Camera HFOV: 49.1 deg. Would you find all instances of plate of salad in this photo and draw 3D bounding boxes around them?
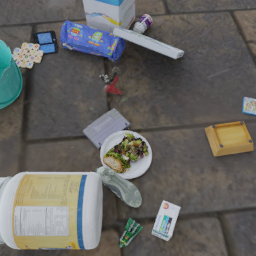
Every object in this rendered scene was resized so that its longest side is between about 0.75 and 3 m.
[{"bbox_3d":[-0.055,0.876,9.868,1.843,0.443,1.843,2,62,-4],"label":"plate of salad"}]

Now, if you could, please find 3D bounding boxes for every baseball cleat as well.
[{"bbox_3d":[-0.318,1.899,9.255,1.817,0.967,0.634,47,69,-9],"label":"baseball cleat"}]

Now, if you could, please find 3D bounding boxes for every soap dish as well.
[{"bbox_3d":[3.684,0.350,10.149,1.476,0.600,1.161,-8,60,-4],"label":"soap dish"}]

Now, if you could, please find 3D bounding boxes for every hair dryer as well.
[{"bbox_3d":[-0.558,-1.772,11.162,0.859,1.128,0.307,-26,32,2],"label":"hair dryer"}]

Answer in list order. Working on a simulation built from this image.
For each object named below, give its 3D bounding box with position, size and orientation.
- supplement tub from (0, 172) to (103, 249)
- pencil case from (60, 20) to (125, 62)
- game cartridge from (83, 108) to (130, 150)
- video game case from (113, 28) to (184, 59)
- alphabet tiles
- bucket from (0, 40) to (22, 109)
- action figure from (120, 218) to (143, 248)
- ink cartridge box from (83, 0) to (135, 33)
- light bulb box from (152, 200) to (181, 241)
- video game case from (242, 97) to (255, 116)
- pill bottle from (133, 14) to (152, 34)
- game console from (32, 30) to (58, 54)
[{"bbox_3d":[-2.287,2.349,8.098,2.960,2.141,2.141,0,60,0],"label":"supplement tub"},{"bbox_3d":[-1.593,-3.734,12.140,2.871,1.120,1.247,19,65,10],"label":"pencil case"},{"bbox_3d":[-0.808,0.005,10.555,1.552,0.298,1.006,-37,63,-19],"label":"game cartridge"},{"bbox_3d":[0.958,-3.513,11.595,2.656,0.292,2.421,24,21,8],"label":"video game case"},{"bbox_3d":[-4.473,-3.223,12.473,1.336,0.098,1.307,7,67,4],"label":"alphabet tiles"},{"bbox_3d":[-5.494,-2.016,10.891,2.610,1.698,2.610,0,61,0],"label":"bucket"},{"bbox_3d":[0.023,3.305,8.667,0.524,0.243,0.887,32,68,13],"label":"action figure"},{"bbox_3d":[-0.790,-5.556,12.510,1.763,2.414,1.771,21,62,13],"label":"ink cartridge box"},{"bbox_3d":[1.149,2.831,8.530,0.574,0.920,0.911,19,62,11],"label":"light bulb box"},{"bbox_3d":[5.113,-0.810,11.113,1.062,0.095,0.760,13,61,7],"label":"video game case"},{"bbox_3d":[0.683,-4.849,13.180,0.561,0.561,0.998,31,64,16],"label":"pill bottle"},{"bbox_3d":[-3.724,-3.839,12.601,1.014,0.865,0.600,-9,34,-5],"label":"game console"}]
